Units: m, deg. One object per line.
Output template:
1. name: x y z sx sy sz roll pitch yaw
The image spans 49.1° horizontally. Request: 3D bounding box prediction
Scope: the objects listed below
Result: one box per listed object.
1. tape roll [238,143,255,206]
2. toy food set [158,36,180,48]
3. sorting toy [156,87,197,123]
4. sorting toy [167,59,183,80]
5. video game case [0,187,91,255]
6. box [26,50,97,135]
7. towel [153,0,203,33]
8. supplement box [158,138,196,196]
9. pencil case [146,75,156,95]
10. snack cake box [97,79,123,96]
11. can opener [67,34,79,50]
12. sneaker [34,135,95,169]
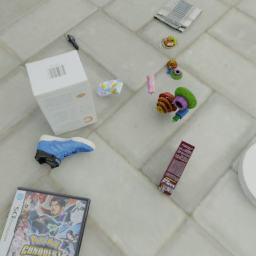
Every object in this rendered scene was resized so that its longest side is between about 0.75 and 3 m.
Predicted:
1. tape roll: 5.556 1.773 10.311 2.874 0.525 2.874 0 65 0
2. toy food set: 1.950 -4.080 13.256 0.996 0.200 0.688 -2 65 -1
3. sorting toy: 1.777 -0.835 10.851 0.811 1.975 1.187 -43 106 -20
4. sorting toy: 2.043 -2.653 12.460 0.615 0.420 1.024 -22 67 -10
5. video game case: -2.863 3.440 9.626 2.697 0.344 2.437 8 65 4
6. box: -2.323 -1.183 10.375 1.798 2.890 1.409 -18 64 -9
7. towel: 2.494 -5.721 13.964 1.815 0.326 1.885 35 70 15
8. supplement box: 1.771 1.428 10.201 0.574 1.026 1.884 26 67 12
9. pencil case: 0.929 -1.750 11.261 0.335 0.335 0.765 -5 84 -2
10. snack cake box: -0.758 -1.677 11.706 0.987 0.332 0.568 -4 54 31
11. can opener: -2.580 -4.065 13.197 0.370 0.299 0.942 -29 68 -14
12. sneaker: -2.393 0.992 10.476 2.227 0.855 1.239 6 59 7
